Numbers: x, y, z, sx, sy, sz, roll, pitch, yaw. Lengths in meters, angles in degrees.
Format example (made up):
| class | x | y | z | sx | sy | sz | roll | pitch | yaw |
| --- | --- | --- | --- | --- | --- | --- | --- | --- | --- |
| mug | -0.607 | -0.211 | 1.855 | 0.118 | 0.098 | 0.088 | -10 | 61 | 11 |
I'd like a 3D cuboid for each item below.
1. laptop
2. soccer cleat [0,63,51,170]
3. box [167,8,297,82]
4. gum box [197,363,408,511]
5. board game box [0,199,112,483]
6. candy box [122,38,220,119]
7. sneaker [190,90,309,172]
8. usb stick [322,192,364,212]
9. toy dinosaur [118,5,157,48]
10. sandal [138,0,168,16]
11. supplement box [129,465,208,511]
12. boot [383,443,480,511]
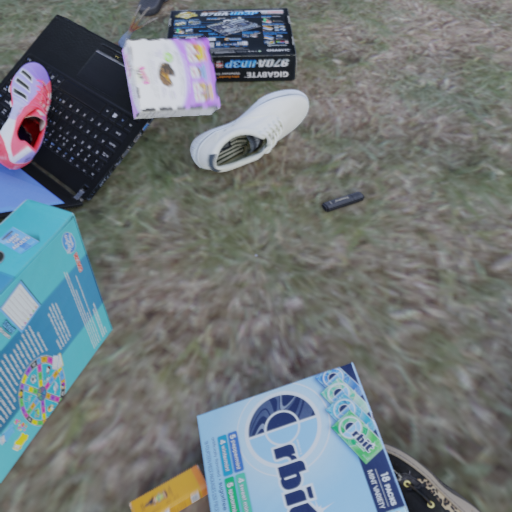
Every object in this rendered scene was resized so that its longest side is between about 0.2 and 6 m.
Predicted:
| class | x | y | z | sx | sy | sz | roll | pitch | yaw |
| --- | --- | --- | --- | --- | --- | --- | --- | --- | --- |
| laptop | -4.044 | -2.506 | 9.153 | 3.628 | 2.114 | 4.093 | 34 | 85 | 26 |
| soccer cleat | -3.765 | -2.423 | 9.406 | 0.853 | 0.744 | 2.230 | -14 | 55 | 29 |
| box | -0.561 | -4.620 | 12.208 | 2.741 | 0.630 | 2.178 | -2 | 48 | -2 |
| gum box | 0.400 | 2.152 | 5.832 | 1.863 | 0.415 | 1.583 | -19 | 48 | 5 |
| board game box | -2.771 | 1.131 | 5.925 | 0.668 | 2.150 | 2.848 | 17 | 50 | 16 |
| candy box | -1.355 | -2.832 | 8.952 | 1.349 | 0.483 | 1.132 | -10 | 92 | -25 |
| sneaker | 0.051 | -2.086 | 9.746 | 2.390 | 0.873 | 0.846 | -34 | 44 | -14 |
| usb stick | 1.426 | -0.887 | 9.155 | 0.724 | 0.118 | 0.201 | -19 | 51 | -16 |
| toy dinosaur | -2.567 | -3.555 | 11.168 | 2.280 | 1.319 | 2.513 | 21 | 84 | 17 |
| sandal | -2.506 | -6.675 | 14.322 | 0.724 | 0.408 | 1.904 | 10 | 58 | 18 |
| supplement box | -0.909 | 2.559 | 5.913 | 0.801 | 0.275 | 0.266 | -22 | 51 | -21 |
| boot | 1.416 | 2.708 | 5.592 | 1.590 | 0.582 | 1.198 | 34 | 56 | 21 |
